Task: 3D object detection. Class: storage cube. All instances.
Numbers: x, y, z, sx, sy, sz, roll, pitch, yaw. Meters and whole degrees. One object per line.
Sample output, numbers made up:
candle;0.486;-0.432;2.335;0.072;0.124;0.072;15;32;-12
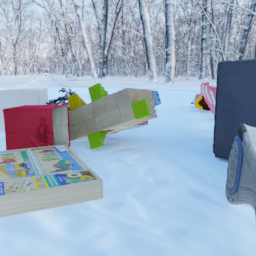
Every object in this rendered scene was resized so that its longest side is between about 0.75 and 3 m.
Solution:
storage cube;-1.779;0.020;5.590;0.978;0.930;1.088;1;10;7

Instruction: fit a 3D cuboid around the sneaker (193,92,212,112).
sneaker;4.277;-1.121;12.080;2.925;1.138;1.202;-6;11;23

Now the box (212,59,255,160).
box;3.573;-0.295;4.858;2.926;1.845;2.976;-12;15;-41

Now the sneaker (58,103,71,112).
sneaker;-1.879;-0.369;8.092;0.772;0.680;1.732;-12;-5;14

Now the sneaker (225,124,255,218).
sneaker;1.693;0.571;2.853;1.099;0.940;2.524;8;12;5

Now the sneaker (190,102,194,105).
sneaker;3.744;-1.269;13.802;1.289;0.716;1.843;-2;1;-4

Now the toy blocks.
toy blocks;-0.215;-0.279;6.360;2.464;1.231;1.684;-18;-6;34

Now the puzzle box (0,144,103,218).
puzzle box;-1.336;0.635;4.038;1.363;0.260;2.048;-5;12;-25

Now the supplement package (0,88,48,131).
supplement package;-3.135;-0.628;8.596;1.155;1.159;1.976;-2;10;-9

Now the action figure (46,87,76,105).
action figure;-2.019;-0.872;8.596;1.016;0.661;0.352;-28;-31;5

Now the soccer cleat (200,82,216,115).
soccer cleat;2.297;-0.484;6.982;0.641;0.735;1.921;16;28;-38
